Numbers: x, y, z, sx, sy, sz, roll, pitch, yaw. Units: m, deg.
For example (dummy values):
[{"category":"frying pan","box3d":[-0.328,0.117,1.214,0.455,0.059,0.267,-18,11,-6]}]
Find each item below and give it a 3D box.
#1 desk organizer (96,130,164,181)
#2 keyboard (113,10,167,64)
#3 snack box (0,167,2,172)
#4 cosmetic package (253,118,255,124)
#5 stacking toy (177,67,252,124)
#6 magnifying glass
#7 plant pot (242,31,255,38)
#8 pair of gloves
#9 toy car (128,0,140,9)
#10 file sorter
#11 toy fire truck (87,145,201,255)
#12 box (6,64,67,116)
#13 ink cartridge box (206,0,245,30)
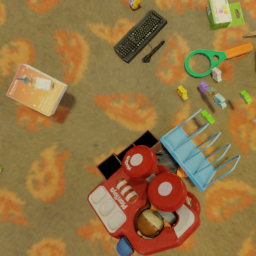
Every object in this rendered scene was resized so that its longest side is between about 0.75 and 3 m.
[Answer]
[{"category":"desk organizer","box3d":[0.076,1.037,10.145,2.382,0.917,0.854,-39,70,-2]},{"category":"keyboard","box3d":[0.693,-3.548,11.295,1.538,0.249,2.421,42,85,5]},{"category":"snack box","box3d":[-5.730,2.552,9.462,0.791,2.124,2.987,24,83,5]},{"category":"cosmetic package","box3d":[5.329,-0.105,10.759,0.460,0.323,0.908,-42,85,-6]},{"category":"stacking toy","box3d":[3.098,-1.176,10.285,1.731,0.540,2.296,-28,47,-4]},{"category":"magnifying glass","box3d":[3.601,-2.809,11.185,2.812,0.315,1.119,-19,82,-1]},{"category":"plant pot","box3d":[3.697,-2.695,8.047,0.786,0.786,0.108,-6,99,-1]},{"category":"pair of gloves","box3d":[1.217,2.039,10.484,2.004,0.278,2.249,15,81,2]},{"category":"toy car","box3d":[-0.867,-5.642,11.187,1.402,0.951,2.858,-36,79,-31]},{"category":"file sorter","box3d":[2.565,0.689,9.760,2.268,1.574,1.392,52,126,6]},{"category":"toy fire truck","box3d":[0.398,2.123,7.683,2.459,1.642,2.928,-44,47,-2]},{"category":"box","box3d":[-2.936,-1.236,9.153,1.489,0.792,1.133,27,96,-8]},{"category":"ink cartridge box","box3d":[3.998,-4.656,11.295,1.418,0.537,1.048,-10,82,0]}]
